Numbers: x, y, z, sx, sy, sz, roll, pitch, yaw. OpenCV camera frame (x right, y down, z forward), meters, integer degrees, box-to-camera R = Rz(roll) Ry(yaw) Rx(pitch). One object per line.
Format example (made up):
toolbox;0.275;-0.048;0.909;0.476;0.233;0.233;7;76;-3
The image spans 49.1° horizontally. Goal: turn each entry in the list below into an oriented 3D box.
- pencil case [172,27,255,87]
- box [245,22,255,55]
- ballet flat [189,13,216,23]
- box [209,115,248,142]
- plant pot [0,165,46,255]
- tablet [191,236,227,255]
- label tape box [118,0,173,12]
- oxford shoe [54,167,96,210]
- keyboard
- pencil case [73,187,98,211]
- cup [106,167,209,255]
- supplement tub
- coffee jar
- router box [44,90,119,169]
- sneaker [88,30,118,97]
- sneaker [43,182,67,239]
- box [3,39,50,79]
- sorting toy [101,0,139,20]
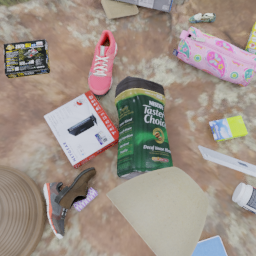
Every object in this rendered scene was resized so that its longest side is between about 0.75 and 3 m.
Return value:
pencil case;2.873;-2.326;9.100;2.638;1.153;1.153;28;72;9
box;4.643;-2.989;9.778;0.830;0.342;1.415;23;69;7
ballet flat;2.707;-4.028;10.160;0.976;0.362;0.362;-5;70;-2
box;3.085;0.025;8.700;1.063;0.253;0.648;-11;70;-4
plant pot;-3.787;2.331;7.264;2.975;1.373;2.975;0;70;1
tablet;2.018;3.489;7.511;1.286;0.088;0.837;-15;70;-7
label tape box;0.556;-5.432;10.339;2.520;0.798;1.818;14;64;5
oxford shoe;-1.306;1.692;7.804;0.626;0.539;1.482;33;52;13
keyboard;2.253;0.755;5.446;1.852;0.521;0.099;20;105;-7
pencil case;-1.204;2.023;7.923;0.759;0.325;0.319;-40;58;-12
cup;0.620;1.354;4.698;1.203;1.682;1.682;-41;75;-12
supplement tub;3.463;1.989;7.758;0.928;0.651;0.651;28;72;9
coffee jar;0.413;-0.010;8.044;1.518;1.242;2.910;10;66;-33
router box;-1.373;0.021;8.592;1.668;0.454;1.858;-32;73;-11
sneaker;-0.881;-2.165;9.114;0.847;0.997;2.299;6;71;2
sneaker;-1.883;2.206;7.737;0.643;0.605;1.571;-14;71;-12
box;-2.911;-1.994;8.066;1.230;0.304;0.982;-8;74;-3
sorting toy;-0.385;-4.692;10.497;1.169;0.210;1.569;-16;65;-8
